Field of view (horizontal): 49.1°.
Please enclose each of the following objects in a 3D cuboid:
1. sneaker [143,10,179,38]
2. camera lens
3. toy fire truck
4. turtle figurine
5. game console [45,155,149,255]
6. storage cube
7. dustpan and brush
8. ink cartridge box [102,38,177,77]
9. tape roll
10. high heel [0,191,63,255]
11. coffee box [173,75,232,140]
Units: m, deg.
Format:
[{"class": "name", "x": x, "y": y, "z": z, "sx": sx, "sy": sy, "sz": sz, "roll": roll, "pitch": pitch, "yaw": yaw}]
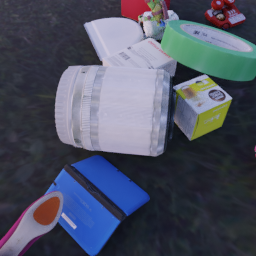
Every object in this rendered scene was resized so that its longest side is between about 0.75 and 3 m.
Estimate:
[{"class": "sneaker", "x": 1.160, "y": -3.621, "z": 9.431, "sx": 1.005, "sy": 0.788, "sz": 2.022, "roll": 2, "pitch": 33, "yaw": 25}, {"class": "camera lens", "x": -0.188, "y": -0.403, "z": 6.409, "sx": 2.434, "sy": 1.947, "sz": 1.947, "roll": 5, "pitch": 51, "yaw": 5}, {"class": "toy fire truck", "x": 3.590, "y": -4.195, "z": 10.398, "sx": 1.319, "sy": 0.739, "sz": 1.107, "roll": -25, "pitch": 73, "yaw": -18}, {"class": "turtle figurine", "x": 0.669, "y": -3.680, "z": 8.451, "sx": 0.922, "sy": 1.242, "sz": 1.281, "roll": -17, "pitch": 42, "yaw": 5}, {"class": "game console", "x": -0.684, "y": 1.535, "z": 5.987, "sx": 1.707, "sy": 1.010, "sz": 1.457, "roll": 36, "pitch": 90, "yaw": 27}, {"class": "storage cube", "x": 0.702, "y": -4.966, "z": 10.481, "sx": 1.626, "sy": 1.461, "sz": 1.390, "roll": 28, "pitch": 56, "yaw": 20}, {"class": "dustpan and brush", "x": 0.211, "y": -3.062, "z": 9.482, "sx": 2.914, "sy": 0.834, "sz": 2.034, "roll": -20, "pitch": 60, "yaw": -8}, {"class": "ink cartridge box", "x": 0.352, "y": -1.793, "z": 8.322, "sx": 1.802, "sy": 0.760, "sz": 1.315, "roll": -29, "pitch": 56, "yaw": -21}, {"class": "tape roll", "x": 2.429, "y": -2.328, "z": 8.156, "sx": 2.899, "sy": 0.697, "sz": 2.899, "roll": 11, "pitch": 33, "yaw": -7}, {"class": "high heel", "x": -1.970, "y": 1.936, "z": 5.245, "sx": 0.622, "sy": 0.888, "sz": 1.846, "roll": 50, "pitch": 54, "yaw": -12}, {"class": "coffee box", "x": 1.784, "y": -0.520, "z": 7.093, "sx": 1.045, "sy": 1.047, "sz": 1.035, "roll": -23, "pitch": 54, "yaw": -18}]
